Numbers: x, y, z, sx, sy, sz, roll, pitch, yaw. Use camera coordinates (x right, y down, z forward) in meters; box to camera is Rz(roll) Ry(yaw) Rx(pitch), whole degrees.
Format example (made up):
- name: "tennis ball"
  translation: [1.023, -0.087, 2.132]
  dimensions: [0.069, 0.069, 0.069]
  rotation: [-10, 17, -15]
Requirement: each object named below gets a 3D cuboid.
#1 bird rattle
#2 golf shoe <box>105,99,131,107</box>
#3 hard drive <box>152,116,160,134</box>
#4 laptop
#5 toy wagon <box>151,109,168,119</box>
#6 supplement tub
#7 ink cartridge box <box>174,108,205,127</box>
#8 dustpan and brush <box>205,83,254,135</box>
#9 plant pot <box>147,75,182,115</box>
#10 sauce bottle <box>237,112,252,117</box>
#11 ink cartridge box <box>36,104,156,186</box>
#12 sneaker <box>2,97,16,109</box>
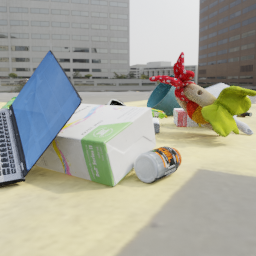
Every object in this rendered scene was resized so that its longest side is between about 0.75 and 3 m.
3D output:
- name: "bird rattle"
  translation: [2.061, -0.701, 8.341]
  dimensions: [2.929, 1.650, 2.388]
  rotation: [29, -14, 26]
- name: "golf shoe"
  translation: [-0.449, -0.427, 8.261]
  dimensions: [0.921, 1.120, 2.370]
  rotation: [-31, 34, -32]
- name: "hard drive"
  translation: [0.172, -0.228, 10.534]
  dimensions: [1.931, 0.391, 2.927]
  rotation: [1, 9, 4]
- name: "laptop"
  translation: [-2.353, -0.288, 4.881]
  dimensions: [2.483, 1.439, 2.325]
  rotation: [-7, 36, -25]
- name: "toy wagon"
  translation: [0.938, -0.594, 10.852]
  dimensions: [1.419, 0.281, 1.101]
  rotation: [5, 10, -32]
- name: "supplement tub"
  translation: [0.552, 0.615, 4.920]
  dimensions: [0.524, 0.524, 0.855]
  rotation: [8, 13, 40]
- name: "ink cartridge box"
  translation: [2.774, -0.422, 10.961]
  dimensions: [1.847, 0.623, 1.076]
  rotation: [-1, 11, 1]
- name: "dustpan and brush"
  translation: [3.387, -0.611, 9.859]
  dimensions: [1.955, 0.802, 2.801]
  rotation: [-22, 28, -10]
- name: "plant pot"
  translation: [2.130, -1.437, 14.114]
  dimensions: [1.386, 2.057, 2.057]
  rotation: [36, -1, -17]
- name: "sauce bottle"
  translation: [5.509, -0.698, 13.577]
  dimensions: [0.339, 0.339, 1.049]
  rotation: [-5, 10, -27]
- name: "ink cartridge box"
  translation: [-0.915, 0.162, 5.523]
  dimensions: [2.533, 0.853, 1.483]
  rotation: [6, 28, 35]
- name: "sneaker"
  translation: [-3.595, -0.359, 8.561]
  dimensions: [0.984, 1.110, 2.657]
  rotation: [-18, -2, 32]
